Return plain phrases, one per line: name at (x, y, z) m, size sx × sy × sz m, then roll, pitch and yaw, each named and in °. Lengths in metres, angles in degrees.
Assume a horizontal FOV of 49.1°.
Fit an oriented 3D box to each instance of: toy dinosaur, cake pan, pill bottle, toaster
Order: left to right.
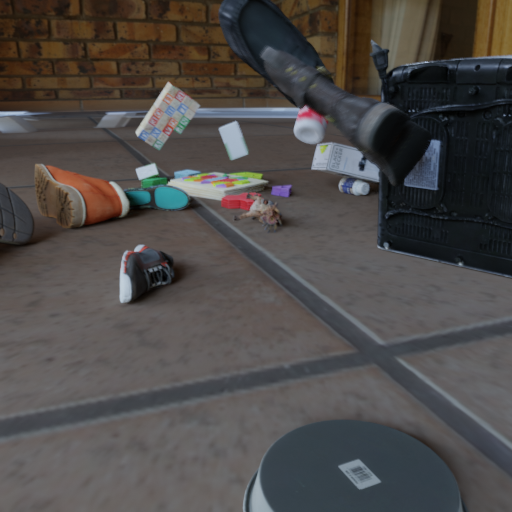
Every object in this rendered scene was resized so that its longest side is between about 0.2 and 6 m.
toy dinosaur at (0.246, -0.840, 11.324) m, size 1.014 × 0.642 × 1.496 m, roll 21°, pitch 10°, yaw 25°
pill bottle at (1.077, -2.630, 10.342) m, size 0.570 × 0.570 × 1.015 m, roll 7°, pitch 64°, yaw 20°
pill bottle at (2.512, -1.764, 14.325) m, size 0.410 × 0.410 × 0.739 m, roll -14°, pitch 22°, yaw -35°
cake pan at (0.717, 1.704, 4.029) m, size 1.624 × 0.298 × 1.624 m, roll 0°, pitch 18°, yaw 0°
toaster at (3.736, -1.658, 9.007) m, size 3.279 × 3.627 × 2.152 m, roll 14°, pitch 27°, yaw 39°

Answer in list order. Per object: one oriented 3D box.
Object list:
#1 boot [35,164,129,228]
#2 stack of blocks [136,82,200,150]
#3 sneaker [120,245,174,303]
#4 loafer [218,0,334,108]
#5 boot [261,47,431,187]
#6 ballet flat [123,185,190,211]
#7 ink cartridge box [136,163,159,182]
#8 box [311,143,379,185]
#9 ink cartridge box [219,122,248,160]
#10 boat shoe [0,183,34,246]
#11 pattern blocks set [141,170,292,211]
boot at (-3.902, -1.346, 12.264) m, size 1.483 × 1.038 × 2.766 m, roll -13°, pitch 31°, yaw -38°
stack of blocks at (-1.953, -3.018, 12.338) m, size 0.770 × 1.338 × 0.392 m, roll 31°, pitch 14°, yaw -30°
sneaker at (-1.535, 0.212, 8.093) m, size 0.669 × 0.629 × 1.633 m, roll 7°, pitch 19°, yaw 0°
loafer at (0.561, -3.604, 10.149) m, size 1.158 × 1.121 × 3.300 m, roll 39°, pitch 7°, yaw 35°
boot at (1.316, -2.075, 8.123) m, size 2.144 × 0.853 × 2.463 m, roll 41°, pitch 9°, yaw 29°
ballet flat at (-2.291, -1.341, 12.863) m, size 1.663 × 0.617 × 0.617 m, roll 4°, pitch 19°, yaw 6°
ink cartridge box at (-3.022, -2.303, 15.674) m, size 0.561 × 0.323 × 0.958 m, roll -19°, pitch 4°, yaw -6°
box at (2.731, -2.297, 14.367) m, size 2.303 × 0.693 × 1.343 m, roll 11°, pitch 7°, yaw -11°
ink cartridge box at (-0.497, -2.608, 12.639) m, size 0.435 × 0.750 × 1.035 m, roll -20°, pitch 13°, yaw 4°
boat shoe at (-5.314, -0.947, 9.662) m, size 2.897 × 1.079 × 1.062 m, roll 28°, pitch -30°, yaw -32°
pattern blocks set at (-1.038, -1.866, 14.767) m, size 4.065 × 0.329 × 3.573 m, roll 9°, pitch 20°, yaw 26°
